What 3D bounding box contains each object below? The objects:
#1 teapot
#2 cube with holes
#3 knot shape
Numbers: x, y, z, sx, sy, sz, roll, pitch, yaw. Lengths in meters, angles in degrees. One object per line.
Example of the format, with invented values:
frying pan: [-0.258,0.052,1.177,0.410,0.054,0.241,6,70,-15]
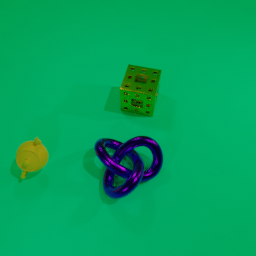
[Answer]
teapot: [-2.585,0.763,7.488,0.854,1.374,0.673,24,17,-6]
cube with holes: [0.409,-1.199,9.017,1.083,1.083,1.083,12,57,8]
knot shape: [-0.145,0.864,7.712,1.816,0.897,1.941,39,64,24]
